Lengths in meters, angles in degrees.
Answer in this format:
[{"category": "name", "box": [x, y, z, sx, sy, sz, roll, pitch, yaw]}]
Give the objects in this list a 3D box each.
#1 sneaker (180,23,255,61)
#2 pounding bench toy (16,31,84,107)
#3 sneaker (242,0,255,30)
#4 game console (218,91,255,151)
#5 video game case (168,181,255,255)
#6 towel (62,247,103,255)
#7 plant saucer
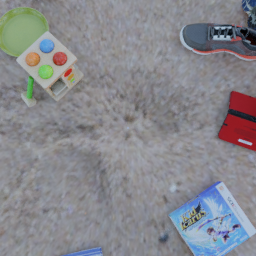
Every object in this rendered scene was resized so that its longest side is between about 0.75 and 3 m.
[{"category": "sneaker", "box": [2.827, -2.703, 8.082, 2.571, 1.053, 0.991, 8, 80, 1]}, {"category": "pounding bench toy", "box": [-2.333, -1.428, 7.677, 1.133, 1.422, 1.823, 43, 83, 7]}, {"category": "sneaker", "box": [3.999, -3.592, 8.505, 0.747, 0.676, 1.754, 9, 72, -21]}, {"category": "game console", "box": [3.513, -0.166, 8.117, 1.530, 0.908, 1.318, 19, 112, 4]}, {"category": "video game case", "box": [2.250, 2.560, 7.526, 1.732, 0.393, 1.569, -33, 81, -5]}, {"category": "towel", "box": [-1.158, 4.228, 7.368, 1.369, 0.226, 1.891, -13, 79, 0]}, {"category": "plant saucer", "box": [-3.185, -2.880, 8.525, 1.621, 0.252, 1.621, 0, 81, 0]}]
